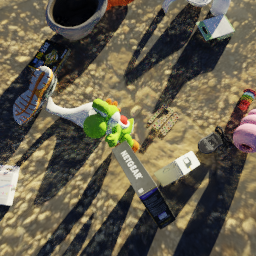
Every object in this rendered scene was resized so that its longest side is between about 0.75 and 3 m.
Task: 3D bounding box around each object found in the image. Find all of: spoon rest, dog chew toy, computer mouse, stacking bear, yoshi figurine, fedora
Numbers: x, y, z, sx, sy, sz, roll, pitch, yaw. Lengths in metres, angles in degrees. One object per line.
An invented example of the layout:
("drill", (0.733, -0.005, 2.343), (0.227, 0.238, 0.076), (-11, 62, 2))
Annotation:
("spoon rest", (-1.941, -0.606, 11.635), (2.757, 0.836, 1.370), (13, 72, -9))
("spoon rest", (2.901, -6.246, 13.526), (2.448, 0.742, 1.216), (-18, 72, -5))
("dog chew toy", (4.969, 0.035, 11.158), (1.194, 1.194, 1.917), (27, 65, 9))
("computer mouse", (3.407, 0.632, 11.337), (1.510, 0.398, 1.045), (-25, 72, -20))
("stacking bear", (5.028, -1.170, 11.898), (0.553, 0.518, 0.911), (29, 78, 10))
("yoshi figurine", (-0.725, 0.150, 10.071), (1.537, 2.735, 1.531), (-10, 52, 22))
("fedora", (-2.287, -5.194, 12.835), (2.608, 1.331, 2.949), (30, 76, 11))

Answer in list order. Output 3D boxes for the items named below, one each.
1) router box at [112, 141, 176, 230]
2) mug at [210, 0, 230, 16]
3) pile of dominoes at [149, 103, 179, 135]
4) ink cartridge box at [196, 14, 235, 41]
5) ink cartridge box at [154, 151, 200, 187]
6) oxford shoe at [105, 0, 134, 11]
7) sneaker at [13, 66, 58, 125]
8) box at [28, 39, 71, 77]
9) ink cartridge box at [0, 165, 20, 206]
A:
("router box", (0.488, 1.859, 9.434), (0.654, 1.969, 2.504), (-32, 36, -4))
("mug", (4.405, -6.037, 13.340), (0.790, 0.938, 1.070), (-10, 71, -4))
("pile of dominoes", (1.530, -0.384, 11.760), (0.928, 0.190, 1.191), (38, 75, 12))
("ink cartridge box", (4.062, -4.645, 13.153), (1.526, 0.366, 1.111), (-21, 72, -7))
("ink cartridge box", (1.802, 1.494, 10.222), (1.465, 1.068, 0.607), (-15, 71, -53))
("oxford shoe", (-0.570, -6.450, 13.566), (2.349, 0.838, 0.856), (-18, 67, -6))
("sneaker", (-3.774, -1.245, 11.694), (1.025, 1.012, 2.620), (36, 93, 16))
("box", (-3.502, -3.103, 12.610), (1.275, 0.394, 1.597), (24, 73, 10))
("ink cartridge box", (-4.783, 2.142, 10.704), (0.871, 0.514, 1.514), (5, 71, 2))
